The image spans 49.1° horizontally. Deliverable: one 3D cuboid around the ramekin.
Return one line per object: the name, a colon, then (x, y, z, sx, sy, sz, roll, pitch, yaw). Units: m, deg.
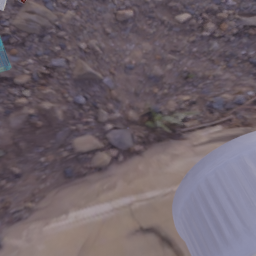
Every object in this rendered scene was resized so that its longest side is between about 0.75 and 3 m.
ramekin: (2.021, 1.375, 3.781, 2.700, 2.700, 1.257, -6, 36, -3)

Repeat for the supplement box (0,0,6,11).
supplement box: (-3.186, -3.691, 6.584, 0.838, 0.856, 1.656, 14, 49, -31)

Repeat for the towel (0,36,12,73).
towel: (-2.543, -1.100, 4.695, 1.040, 0.763, 0.113, -29, 62, -22)

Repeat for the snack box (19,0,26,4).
snack box: (-2.265, -3.604, 6.667, 1.255, 0.153, 0.451, -47, 62, 16)
